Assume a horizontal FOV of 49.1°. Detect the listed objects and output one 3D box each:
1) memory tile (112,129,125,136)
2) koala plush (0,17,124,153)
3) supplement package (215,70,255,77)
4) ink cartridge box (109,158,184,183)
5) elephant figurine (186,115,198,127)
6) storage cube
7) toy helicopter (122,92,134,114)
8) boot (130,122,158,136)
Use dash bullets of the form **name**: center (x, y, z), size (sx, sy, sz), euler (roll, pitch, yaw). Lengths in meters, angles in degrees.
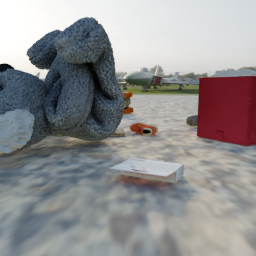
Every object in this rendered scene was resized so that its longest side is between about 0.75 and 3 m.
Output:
- **memory tile**: center (-0.637, 0.128, 7.566), size (1.106, 0.093, 0.847), euler (-2, 9, -5)
- **koala plush**: center (-1.812, -0.461, 5.736), size (2.902, 2.667, 2.574), euler (-29, 23, -28)
- **supplement package**: center (4.735, -1.513, 12.271), size (1.488, 1.935, 2.024), euler (5, 10, 29)
- **ink cartridge box**: center (0.268, 0.617, 3.926), size (0.846, 0.189, 0.745), euler (4, 8, 27)
- **elephant figurine**: center (3.326, -0.700, 8.963), size (2.340, 1.655, 1.815), euler (-13, -31, 43)
- **storage cube**: center (2.733, -0.496, 6.912), size (1.455, 1.530, 1.702), euler (-5, 11, -33)
- **toy helicopter**: center (-1.014, -1.106, 13.216), size (2.476, 0.977, 1.638), euler (-16, 19, -37)
- **boot**: center (0.361, 0.034, 7.582), size (0.806, 0.302, 0.432), euler (5, 15, 26)
